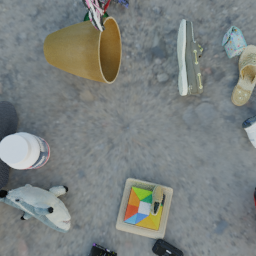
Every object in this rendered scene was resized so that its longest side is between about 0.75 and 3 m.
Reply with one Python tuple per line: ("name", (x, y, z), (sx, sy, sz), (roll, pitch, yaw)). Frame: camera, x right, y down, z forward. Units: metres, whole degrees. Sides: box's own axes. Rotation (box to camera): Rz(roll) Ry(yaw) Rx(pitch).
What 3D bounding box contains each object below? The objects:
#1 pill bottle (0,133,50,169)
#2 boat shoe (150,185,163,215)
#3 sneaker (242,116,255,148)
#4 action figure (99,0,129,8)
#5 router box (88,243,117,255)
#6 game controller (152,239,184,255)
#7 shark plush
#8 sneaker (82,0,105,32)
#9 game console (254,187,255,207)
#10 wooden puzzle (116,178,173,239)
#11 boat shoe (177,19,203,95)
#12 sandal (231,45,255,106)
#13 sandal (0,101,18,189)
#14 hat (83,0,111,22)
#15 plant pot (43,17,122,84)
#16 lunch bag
("pill bottle", (-3.233, 0.728, 8.773), (1.122, 1.877, 1.122), (0, 83, 0))
("boat shoe", (0.958, 2.336, 9.067), (0.346, 0.368, 0.967), (9, 78, 0))
("sneaker", (5.247, -0.119, 9.488), (2.651, 0.988, 1.155), (-20, 96, 3))
("action figure", (-0.663, -5.165, 10.232), (1.865, 0.976, 1.804), (36, 90, -23))
("router box", (-0.972, 4.490, 9.078), (0.874, 0.299, 1.172), (23, 83, 3))
("game controller", (1.301, 4.070, 9.165), (1.021, 0.215, 0.533), (32, 100, -2))
("shark plush", (-3.293, 2.605, 9.032), (2.946, 1.338, 1.227), (7, 113, -4))
("sneaker", (-0.697, -2.727, 6.505), (0.422, 0.978, 0.393), (-33, 46, -8))
("game console", (4.791, 2.941, 8.780), (1.890, 1.302, 2.194), (-7, 83, -1))
("wooden puzzle", (0.558, 2.681, 9.304), (1.623, 0.327, 1.754), (13, 83, 1))
("boat shoe", (2.161, -2.435, 9.703), (0.779, 0.932, 2.608), (-1, 89, 0))
("sandal", (4.253, -1.922, 9.684), (0.853, 0.765, 2.327), (19, 83, 2))
("sandal", (-4.422, 0.517, 9.270), (0.632, 1.123, 2.953), (0, 79, 30))
("hat", (-1.128, -4.059, 9.843), (0.949, 1.009, 1.146), (26, 83, 3))
("plant pot", (-1.573, -2.599, 9.306), (2.218, 2.067, 2.067), (7, 82, 16))
("lunch bag", (3.685, -3.030, 9.836), (0.540, 0.754, 0.885), (-21, 83, -2))
